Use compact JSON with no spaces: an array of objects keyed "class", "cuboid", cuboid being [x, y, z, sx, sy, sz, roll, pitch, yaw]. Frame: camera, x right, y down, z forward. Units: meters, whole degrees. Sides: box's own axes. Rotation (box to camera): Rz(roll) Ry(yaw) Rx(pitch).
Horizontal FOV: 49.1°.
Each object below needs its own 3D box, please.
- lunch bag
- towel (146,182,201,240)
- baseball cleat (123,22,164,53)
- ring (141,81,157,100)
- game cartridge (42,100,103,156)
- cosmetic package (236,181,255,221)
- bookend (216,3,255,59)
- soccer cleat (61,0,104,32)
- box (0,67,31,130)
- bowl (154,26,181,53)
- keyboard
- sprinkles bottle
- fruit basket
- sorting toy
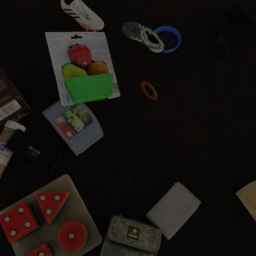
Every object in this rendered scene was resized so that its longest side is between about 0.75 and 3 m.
[{"class":"lunch bag","cuboid":[0.047,4.157,9.333,1.805,1.294,2.200,14,65,7]},{"class":"towel","cuboid":[1.676,2.974,10.269,1.826,0.315,1.210,-42,74,-13]},{"class":"baseball cleat","cuboid":[0.560,-3.854,11.280,2.101,1.118,0.732,35,90,19]},{"class":"ring","cuboid":[0.844,-1.523,11.555,0.088,0.920,0.920,-38,74,-17]},{"class":"game cartridge","cuboid":[-2.168,-0.246,11.374,1.579,0.485,2.372,-38,74,-17]},{"class":"cosmetic package","cuboid":[4.952,2.979,9.805,0.804,1.190,2.261,-30,71,-10]},{"class":"bookend","cuboid":[4.583,-4.374,12.648,1.790,0.825,1.779,-33,72,-10]},{"class":"soccer cleat","cuboid":[-2.153,-5.333,12.875,2.457,1.047,0.843,38,75,13]},{"class":"box","cuboid":[-5.084,-1.187,11.155,1.460,1.445,1.759,-35,74,-12]},{"class":"bowl","cuboid":[1.737,-4.050,12.829,1.338,0.263,1.338,0,70,0]},{"class":"keyboard","cuboid":[-3.677,1.013,10.664,1.989,0.255,1.194,33,65,-10]},{"class":"sprinkles bottle","cuboid":[-4.779,0.820,10.804,0.750,0.750,2.199,18,72,6]},{"class":"fruit basket","cuboid":[-1.718,-2.348,10.857,2.554,1.292,2.757,-14,85,-34]},{"class":"sorting toy","cuboid":[-2.775,3.433,9.728,2.800,0.980,2.817,-30,72,-10]}]
